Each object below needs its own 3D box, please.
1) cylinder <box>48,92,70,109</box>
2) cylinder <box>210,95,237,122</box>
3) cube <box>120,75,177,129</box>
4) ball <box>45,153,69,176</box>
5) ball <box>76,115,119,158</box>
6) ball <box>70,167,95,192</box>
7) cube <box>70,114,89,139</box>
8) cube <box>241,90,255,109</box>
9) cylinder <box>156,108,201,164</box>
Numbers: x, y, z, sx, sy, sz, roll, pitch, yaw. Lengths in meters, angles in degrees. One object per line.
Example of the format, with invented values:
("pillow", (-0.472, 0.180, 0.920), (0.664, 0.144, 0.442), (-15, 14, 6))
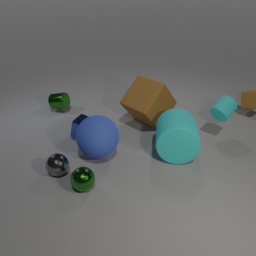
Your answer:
("cylinder", (-3.039, -1.200, 12.410), (0.700, 0.700, 0.700), (-2, 27, 22))
("cylinder", (3.473, -0.698, 10.168), (0.700, 0.700, 0.700), (29, 68, 41))
("cube", (0.817, -1.005, 11.099), (1.400, 1.400, 1.400), (27, 79, 39))
("ball", (-2.166, 1.124, 8.582), (0.700, 0.700, 0.700), (0, 29, 0))
("ball", (-0.990, 0.280, 9.131), (1.400, 1.400, 1.400), (0, 29, 0))
("ball", (-1.289, 1.459, 8.007), (0.700, 0.700, 0.700), (0, 29, 0))
("cube", (-1.646, 0.009, 10.440), (0.700, 0.700, 0.700), (22, 34, 11))
("cube", (5.323, -1.221, 12.020), (0.700, 0.700, 0.700), (10, 18, 40))
("cylinder", (1.640, 0.258, 9.390), (1.400, 1.400, 1.400), (3, 30, 5))
